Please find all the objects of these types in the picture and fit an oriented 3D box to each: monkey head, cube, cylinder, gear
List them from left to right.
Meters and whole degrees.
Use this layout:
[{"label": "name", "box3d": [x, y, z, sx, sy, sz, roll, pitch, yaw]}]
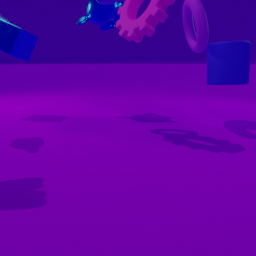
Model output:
[{"label": "cube", "box3d": [-3.408, -2.612, 8.433, 0.838, 0.838, 0.838, 27, 7, 16]}, {"label": "monkey head", "box3d": [-0.775, -3.732, 8.611, 1.073, 1.781, 1.281, 29, 28, -43]}, {"label": "gear", "box3d": [0.350, -2.649, 6.073, 0.288, 1.558, 1.558, 20, -1, -37]}, {"label": "cylinder", "box3d": [2.695, -1.723, 7.549, 1.086, 1.086, 1.086, -1, 10, 0]}]

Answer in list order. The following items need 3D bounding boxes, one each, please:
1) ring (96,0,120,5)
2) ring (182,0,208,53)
[{"label": "ring", "box3d": [-0.363, -3.487, 6.894, 1.075, 1.075, 0.215, 8, -20, 28]}, {"label": "ring", "box3d": [1.660, -2.554, 6.968, 0.272, 1.359, 1.359, -15, 14, 1]}]
